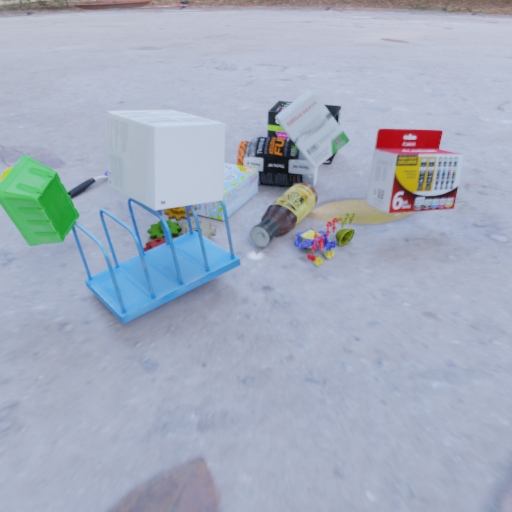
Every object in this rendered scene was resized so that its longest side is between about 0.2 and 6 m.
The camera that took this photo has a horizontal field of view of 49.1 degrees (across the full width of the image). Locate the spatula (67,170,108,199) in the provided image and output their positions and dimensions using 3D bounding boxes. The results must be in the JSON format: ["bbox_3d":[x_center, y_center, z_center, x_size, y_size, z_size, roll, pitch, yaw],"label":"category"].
[{"bbox_3d":[-4.089,-1.978,14.532,0.671,0.244,2.375,15,34,27],"label":"spatula"}]

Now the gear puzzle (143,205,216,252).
[{"bbox_3d":[-1.556,-0.424,11.485,1.452,0.367,2.804,-2,37,0],"label":"gear puzzle"}]

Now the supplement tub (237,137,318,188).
[{"bbox_3d":[0.566,-2.393,14.277,1.993,1.221,1.221,5,31,8],"label":"supplement tub"}]

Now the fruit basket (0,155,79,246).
[{"bbox_3d":[-3.625,-0.915,8.842,1.427,1.427,1.030,10,55,17],"label":"fruit basket"}]

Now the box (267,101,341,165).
[{"bbox_3d":[1.358,-3.547,16.013,1.900,1.411,1.181,9,32,14],"label":"box"}]

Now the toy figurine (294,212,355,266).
[{"bbox_3d":[1.261,-0.471,11.519,0.915,0.806,1.528,18,34,37],"label":"toy figurine"}]

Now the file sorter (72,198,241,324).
[{"bbox_3d":[-1.777,-0.233,9.747,2.348,1.441,1.630,-27,34,-27],"label":"file sorter"}]

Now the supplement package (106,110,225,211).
[{"bbox_3d":[-1.524,-1.649,9.276,1.294,1.304,1.718,-13,26,-36],"label":"supplement package"}]

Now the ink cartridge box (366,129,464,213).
[{"bbox_3d":[3.256,-1.744,11.395,1.797,1.578,0.753,-6,21,-27],"label":"ink cartridge box"}]

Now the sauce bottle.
[{"bbox_3d":[0.615,-0.892,12.234,0.754,0.754,2.284,14,33,22],"label":"sauce bottle"}]

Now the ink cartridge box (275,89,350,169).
[{"bbox_3d":[1.177,-2.680,11.811,0.972,1.326,0.551,-37,28,9],"label":"ink cartridge box"}]

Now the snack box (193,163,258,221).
[{"bbox_3d":[-1.288,-1.705,13.591,2.159,0.730,1.820,15,33,21],"label":"snack box"}]
